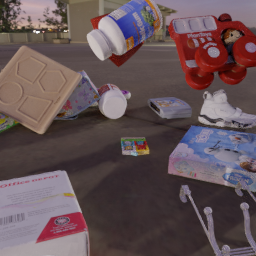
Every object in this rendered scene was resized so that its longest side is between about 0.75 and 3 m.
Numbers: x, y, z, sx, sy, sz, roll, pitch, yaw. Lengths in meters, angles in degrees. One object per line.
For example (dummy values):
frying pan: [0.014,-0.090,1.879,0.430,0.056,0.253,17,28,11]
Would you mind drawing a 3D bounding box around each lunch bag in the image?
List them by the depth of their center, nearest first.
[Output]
lunch bag: [-2.234,-1.161,10.971,2.067,1.314,1.753,-33,22,0]

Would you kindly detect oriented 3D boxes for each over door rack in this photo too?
over door rack: [1.884,1.452,4.968,1.414,0.637,1.914,-3,20,-9]

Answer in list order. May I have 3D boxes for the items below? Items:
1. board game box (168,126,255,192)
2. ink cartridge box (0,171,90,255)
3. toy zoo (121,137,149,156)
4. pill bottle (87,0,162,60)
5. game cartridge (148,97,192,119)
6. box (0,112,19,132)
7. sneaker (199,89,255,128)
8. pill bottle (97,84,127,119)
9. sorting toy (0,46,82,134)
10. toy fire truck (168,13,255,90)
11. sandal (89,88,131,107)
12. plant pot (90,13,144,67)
board game box: [2.531,0.674,7.184,2.397,0.522,2.409,8,22,23]
ink cartridge box: [-1.486,1.517,4.553,1.346,0.781,1.824,-7,20,-19]
toy zoo: [0.193,0.542,8.136,0.753,0.118,1.148,-1,20,-4]
pill bottle: [-0.142,-3.448,9.842,2.480,1.390,1.390,-37,31,-12]
game cartridge: [1.745,-0.877,11.616,1.363,0.425,2.047,-9,22,-11]
box: [-4.641,-0.499,9.703,1.377,0.568,2.347,29,29,9]
sneaker: [3.594,-0.682,9.870,2.080,1.195,0.782,5,21,14]
pill bottle: [-0.653,-1.033,10.983,1.086,1.086,1.936,-3,20,-9]
sorting toy: [-3.314,-1.364,9.755,2.721,2.519,0.496,27,-17,11]
toy fire truck: [2.993,-2.780,9.372,2.897,2.432,1.624,-9,-17,-5]
sandal: [-1.206,-1.572,12.967,2.875,0.707,1.170,-14,25,-33]
plant pot: [-0.357,-4.057,12.321,1.572,1.783,1.784,-25,-16,16]
